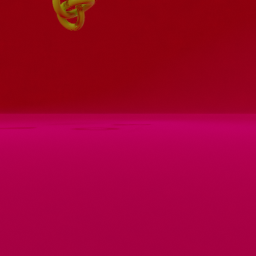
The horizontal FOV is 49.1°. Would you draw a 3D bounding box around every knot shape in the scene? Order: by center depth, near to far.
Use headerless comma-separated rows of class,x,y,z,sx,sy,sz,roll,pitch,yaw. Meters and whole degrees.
knot shape,-1.699,-3.913,9.072,1.313,0.648,1.403,-22,-30,-5
